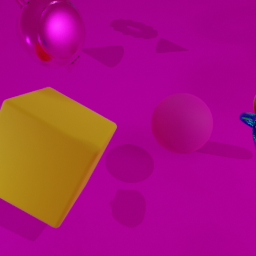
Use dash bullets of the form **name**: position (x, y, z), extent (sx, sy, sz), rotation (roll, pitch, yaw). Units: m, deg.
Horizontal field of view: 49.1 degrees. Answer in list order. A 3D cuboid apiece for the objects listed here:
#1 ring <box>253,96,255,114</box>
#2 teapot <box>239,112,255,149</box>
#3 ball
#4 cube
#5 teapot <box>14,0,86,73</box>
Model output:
- **ring**: position (3.257, -0.479, 5.227), extent (1.680, 1.680, 0.336), rotation (8, 54, 7)
- **teapot**: position (1.676, 0.042, 2.779), extent (0.873, 0.687, 1.404), rotation (-58, 26, -2)
- **ball**: position (0.968, -0.079, 5.099), extent (1.107, 1.107, 1.107), rotation (0, 50, 0)
- **cube**: position (-1.149, 0.346, 4.238), extent (1.340, 1.340, 1.340), rotation (29, 17, 0)
- **teapot**: position (-1.365, -1.639, 4.915), extent (0.962, 1.964, 1.221), rotation (18, 65, 39)
